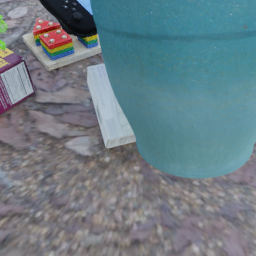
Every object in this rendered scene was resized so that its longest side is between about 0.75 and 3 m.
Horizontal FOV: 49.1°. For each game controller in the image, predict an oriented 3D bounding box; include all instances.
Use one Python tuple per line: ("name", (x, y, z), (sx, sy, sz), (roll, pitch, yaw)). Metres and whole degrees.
("game controller", (-0.586, -2.853, 6.130), (1.444, 0.583, 2.768), (51, 52, -1))

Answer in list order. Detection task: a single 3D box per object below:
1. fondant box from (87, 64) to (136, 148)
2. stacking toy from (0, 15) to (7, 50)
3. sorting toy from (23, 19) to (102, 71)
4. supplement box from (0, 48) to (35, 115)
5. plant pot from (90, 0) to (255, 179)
("fondant box", (0.527, -0.826, 7.316), (2.810, 0.818, 2.027), (-14, 72, -14))
("stacking toy", (-3.618, -2.393, 5.597), (2.392, 0.562, 1.803), (28, 20, -32))
("sorting toy", (-2.323, -3.386, 10.181), (2.431, 0.846, 2.417), (-27, 52, -22))
("supplement box", (-4.200, -1.144, 7.760), (1.654, 1.304, 2.526), (29, 53, 25))
("plant pot", (1.022, -0.882, 4.230), (2.973, 2.793, 2.973), (-4, 31, 3))
